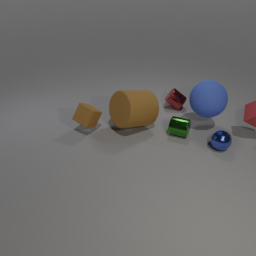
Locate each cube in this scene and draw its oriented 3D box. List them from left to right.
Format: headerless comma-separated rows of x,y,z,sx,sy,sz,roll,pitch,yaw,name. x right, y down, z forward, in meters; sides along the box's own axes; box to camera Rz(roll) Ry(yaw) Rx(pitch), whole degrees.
-1.534,-0.473,10.569,0.700,0.700,0.700,31,11,20,cube
4.627,-0.507,9.901,0.700,0.700,0.700,23,67,-18,cube

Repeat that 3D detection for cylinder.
0.222,-0.740,10.690,1.400,1.400,1.400,-7,28,-38,cylinder
2.117,-1.294,12.448,0.700,0.700,0.700,36,30,-10,cylinder
1.947,-0.045,10.545,0.700,0.700,0.700,13,33,21,cylinder

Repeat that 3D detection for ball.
3.020,-1.086,10.524,1.400,1.400,1.400,0,30,0,ball
3.227,0.426,9.689,0.700,0.700,0.700,0,30,0,ball
